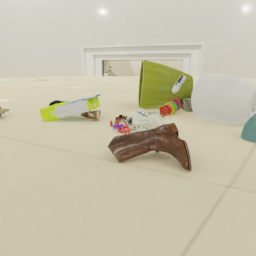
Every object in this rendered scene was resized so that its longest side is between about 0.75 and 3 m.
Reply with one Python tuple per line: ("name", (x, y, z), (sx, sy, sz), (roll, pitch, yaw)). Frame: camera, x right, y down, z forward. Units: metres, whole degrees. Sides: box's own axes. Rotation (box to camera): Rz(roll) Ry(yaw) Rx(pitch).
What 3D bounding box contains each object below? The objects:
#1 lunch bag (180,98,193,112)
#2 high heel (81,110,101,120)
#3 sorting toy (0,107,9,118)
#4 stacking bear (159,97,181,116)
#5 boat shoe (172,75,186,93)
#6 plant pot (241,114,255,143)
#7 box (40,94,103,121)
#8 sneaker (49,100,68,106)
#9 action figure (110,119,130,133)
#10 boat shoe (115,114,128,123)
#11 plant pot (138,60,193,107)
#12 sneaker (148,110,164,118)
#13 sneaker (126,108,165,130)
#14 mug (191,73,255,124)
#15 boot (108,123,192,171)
("lunch bag", (3.586, -1.347, 15.819), (0.974, 0.698, 1.188), (-3, 19, -14))
("high heel", (-1.811, -0.574, 13.245), (0.987, 0.494, 1.384), (-8, 12, -1))
("sorting toy", (-6.602, -0.632, 13.418), (1.206, 0.423, 2.501), (3, 13, 11))
("stacking bear", (2.110, -1.016, 14.500), (0.780, 0.730, 1.284), (-13, 11, 45))
("boat shoe", (2.418, -2.157, 13.589), (0.360, 0.978, 0.326), (39, 9, 37))
("plant pot", (4.755, -0.029, 9.988), (1.297, 0.874, 1.297), (0, 13, 0))
("box", (-2.575, -1.004, 13.340), (2.706, 0.645, 1.650), (-10, 11, 14))
("sneaker", (-3.779, -1.319, 16.101), (1.458, 0.552, 0.638), (-10, 22, -36))
("action figure", (-0.287, -0.068, 11.259), (0.519, 0.410, 1.586), (-3, 16, -23))
("boat shoe", (-0.281, -0.477, 12.962), (0.338, 0.337, 0.937), (10, 17, 35))
("plant pot", (2.222, -2.501, 16.545), (2.983, 2.792, 2.792), (4, 14, -2))
("sneaker", (1.337, -0.653, 13.584), (0.873, 0.387, 0.336), (3, 14, 12))
("sneaker", (0.701, -0.160, 11.043), (0.886, 0.822, 2.187), (-25, 23, -21))
("mug", (4.752, -1.302, 12.595), (2.896, 2.138, 2.539), (-10, 20, -38))
("boot", (0.528, 0.678, 7.657), (2.055, 0.660, 1.915), (-12, 34, -4))
